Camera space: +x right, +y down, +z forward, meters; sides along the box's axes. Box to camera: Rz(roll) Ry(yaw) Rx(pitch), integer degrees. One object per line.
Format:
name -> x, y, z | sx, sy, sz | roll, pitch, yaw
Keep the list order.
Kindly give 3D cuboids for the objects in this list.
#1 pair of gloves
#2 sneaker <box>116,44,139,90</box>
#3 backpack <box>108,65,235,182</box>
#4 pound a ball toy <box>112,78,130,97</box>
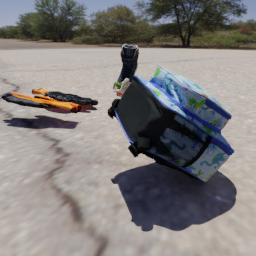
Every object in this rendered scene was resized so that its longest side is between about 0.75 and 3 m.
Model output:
pair of gloves -> -2.595, -0.947, 9.756 | 2.658, 0.369, 2.983 | 12, 13, 12
sneaker -> -0.047, -2.693, 12.466 | 0.853, 1.621, 2.244 | 10, 59, 5
backpack -> 0.978, -0.059, 5.269 | 2.096, 1.540, 1.918 | 33, 12, -29
pound a ball toy -> -0.022, -1.384, 10.654 | 0.829, 0.540, 1.271 | 6, -14, 39
